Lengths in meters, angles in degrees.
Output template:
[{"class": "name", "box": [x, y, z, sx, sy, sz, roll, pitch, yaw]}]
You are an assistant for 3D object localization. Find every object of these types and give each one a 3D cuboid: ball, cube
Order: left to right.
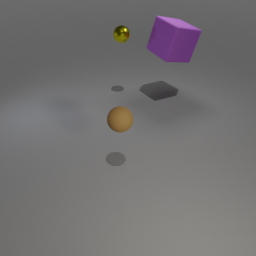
[{"class": "ball", "box": [-0.209, -0.229, 7.434, 0.700, 0.700, 0.700, 0, 32, 0]}, {"class": "ball", "box": [-0.262, -3.853, 11.526, 0.700, 0.700, 0.700, 0, 32, 0]}, {"class": "cube", "box": [1.871, -3.646, 11.582, 1.400, 1.400, 1.400, -8, 40, -36]}]
